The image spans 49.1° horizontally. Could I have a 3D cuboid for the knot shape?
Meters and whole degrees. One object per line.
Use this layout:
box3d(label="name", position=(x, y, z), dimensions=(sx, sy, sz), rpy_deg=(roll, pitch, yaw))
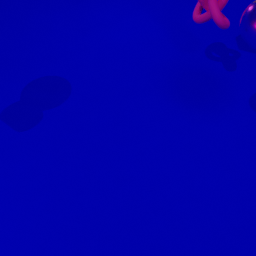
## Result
box3d(label="knot shape", position=(2.153, -3.270, 7.391), dimensions=(0.672, 1.455, 1.362), rpy_deg=(-21, 17, -8))

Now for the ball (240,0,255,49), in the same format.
box3d(label="ball", position=(2.575, -1.929, 5.172), dimensions=(0.959, 0.959, 0.959), rpy_deg=(0, 56, 0))
